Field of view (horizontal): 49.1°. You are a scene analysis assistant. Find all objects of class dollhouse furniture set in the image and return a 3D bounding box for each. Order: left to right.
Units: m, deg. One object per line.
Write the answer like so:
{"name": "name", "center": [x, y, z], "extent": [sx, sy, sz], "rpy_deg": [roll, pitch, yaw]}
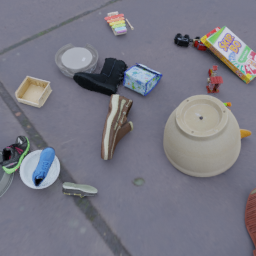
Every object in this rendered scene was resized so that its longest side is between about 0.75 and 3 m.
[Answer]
{"name": "dollhouse furniture set", "center": [3.634, -2.177, 12.055], "extent": [0.513, 0.679, 1.263], "rpy_deg": [-2, 57, -1]}

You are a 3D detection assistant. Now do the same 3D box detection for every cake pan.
{"name": "cake pan", "center": [-5.191, 1.620, 9.749], "extent": [2.287, 0.419, 2.287], "rpy_deg": [0, 57, 0]}

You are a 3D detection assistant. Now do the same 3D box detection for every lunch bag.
{"name": "lunch bag", "center": [0.660, -2.196, 12.003], "extent": [1.185, 0.888, 1.394], "rpy_deg": [30, 47, 19]}

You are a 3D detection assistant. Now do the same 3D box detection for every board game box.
{"name": "board game box", "center": [4.780, -3.440, 12.696], "extent": [1.410, 0.442, 2.951], "rpy_deg": [-38, 75, -22]}

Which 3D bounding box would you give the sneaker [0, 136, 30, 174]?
{"name": "sneaker", "center": [-4.016, 0.809, 9.919], "extent": [0.640, 0.698, 1.667], "rpy_deg": [-26, 35, 20]}

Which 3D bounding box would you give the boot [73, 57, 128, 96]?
{"name": "boot", "center": [-1.098, -2.378, 12.133], "extent": [2.082, 0.770, 1.706], "rpy_deg": [20, 61, 4]}

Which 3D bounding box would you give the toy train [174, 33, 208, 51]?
{"name": "toy train", "center": [3.538, -4.012, 13.371], "extent": [2.726, 0.465, 0.624], "rpy_deg": [12, 59, 8]}

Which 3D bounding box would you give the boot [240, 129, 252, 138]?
{"name": "boot", "center": [3.848, 0.625, 10.385], "extent": [1.556, 0.547, 1.114], "rpy_deg": [-1, 63, 4]}

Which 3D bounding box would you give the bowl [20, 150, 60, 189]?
{"name": "bowl", "center": [-2.982, 1.472, 9.672], "extent": [1.329, 0.597, 1.329], "rpy_deg": [2, 68, -5]}

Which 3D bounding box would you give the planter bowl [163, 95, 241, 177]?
{"name": "planter bowl", "center": [2.499, 0.053, 9.618], "extent": [2.760, 1.858, 2.760], "rpy_deg": [-7, 57, 10]}

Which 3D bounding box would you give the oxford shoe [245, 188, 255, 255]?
{"name": "oxford shoe", "center": [4.346, 3.174, 8.605], "extent": [0.996, 0.955, 2.697], "rpy_deg": [17, 57, -16]}

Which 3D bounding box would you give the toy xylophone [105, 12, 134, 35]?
{"name": "toy xylophone", "center": [-0.423, -5.308, 14.247], "extent": [1.168, 0.401, 1.595], "rpy_deg": [-23, 60, -15]}

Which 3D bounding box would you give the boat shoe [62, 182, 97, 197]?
{"name": "boat shoe", "center": [-1.628, 2.133, 9.467], "extent": [1.173, 0.353, 0.418], "rpy_deg": [11, 14, -2]}

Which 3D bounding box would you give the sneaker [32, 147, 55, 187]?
{"name": "sneaker", "center": [-2.716, 1.281, 9.073], "extent": [0.480, 1.456, 0.571], "rpy_deg": [19, 25, -26]}

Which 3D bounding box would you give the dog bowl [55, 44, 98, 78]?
{"name": "dog bowl", "center": [-2.283, -3.029, 12.677], "extent": [1.911, 0.560, 1.911], "rpy_deg": [0, 58, 0]}

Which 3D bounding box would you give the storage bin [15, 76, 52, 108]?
{"name": "storage bin", "center": [-3.941, -1.504, 11.718], "extent": [1.092, 0.512, 1.084], "rpy_deg": [16, 58, 9]}

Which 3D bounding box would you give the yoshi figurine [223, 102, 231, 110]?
{"name": "yoshi figurine", "center": [3.593, -0.779, 11.234], "extent": [1.045, 0.585, 0.587], "rpy_deg": [-2, 64, 3]}

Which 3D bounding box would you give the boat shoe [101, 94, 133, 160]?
{"name": "boat shoe", "center": [-0.317, -0.094, 10.506], "extent": [1.067, 1.065, 2.883], "rpy_deg": [9, 57, -1]}
